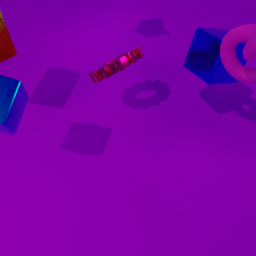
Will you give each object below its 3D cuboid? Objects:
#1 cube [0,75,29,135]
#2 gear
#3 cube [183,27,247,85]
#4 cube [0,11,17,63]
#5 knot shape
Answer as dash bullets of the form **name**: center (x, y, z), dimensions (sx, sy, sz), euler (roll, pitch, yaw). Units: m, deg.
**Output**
- **cube**: center (-2.669, -0.497, 5.633), dimensions (0.932, 0.932, 0.932), euler (16, 74, -6)
- **gear**: center (-0.309, -1.699, 7.509), dimensions (1.530, 1.530, 0.283), euler (-35, 107, -18)
- **cube**: center (2.274, -1.841, 7.153), dimensions (1.068, 1.068, 1.068), euler (-8, 41, -30)
- **cube**: center (-3.743, -2.163, 6.985), dimensions (1.137, 1.137, 1.137), euler (6, 36, 27)
- **knot shape**: center (3.016, -1.635, 5.561), dimensions (1.891, 2.021, 0.934), euler (3, 75, -7)
